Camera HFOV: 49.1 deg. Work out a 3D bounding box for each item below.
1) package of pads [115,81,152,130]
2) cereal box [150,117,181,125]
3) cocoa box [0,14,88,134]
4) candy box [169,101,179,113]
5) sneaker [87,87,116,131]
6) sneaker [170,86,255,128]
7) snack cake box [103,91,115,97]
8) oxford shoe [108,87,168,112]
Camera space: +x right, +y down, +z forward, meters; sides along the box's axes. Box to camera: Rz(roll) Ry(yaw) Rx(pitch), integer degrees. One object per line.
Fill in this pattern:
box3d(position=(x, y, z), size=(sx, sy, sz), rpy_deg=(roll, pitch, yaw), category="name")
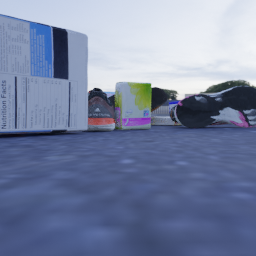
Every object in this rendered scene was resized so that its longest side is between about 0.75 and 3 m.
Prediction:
box3d(position=(0.106, -0.509, 6.445), size=(0.847, 1.096, 0.374), rpy_deg=(-2, 6, -31), category="package of pads")
box3d(position=(1.319, -0.243, 9.488), size=(1.431, 0.283, 1.030), rpy_deg=(3, 4, 38), category="cereal box")
box3d(position=(-2.263, -0.831, 5.374), size=(1.783, 1.812, 2.718), rpy_deg=(-3, 4, -45), category="cocoa box")
box3d(position=(3.151, -0.702, 11.775), size=(2.182, 0.994, 2.580), rpy_deg=(-2, 4, -10), category="candy box")
box3d(position=(-0.634, -0.458, 6.671), size=(0.914, 0.972, 2.373), rpy_deg=(0, 3, -7), category="sneaker")
box3d(position=(2.470, -0.570, 7.866), size=(2.837, 1.139, 1.225), rpy_deg=(1, 1, -14), category="sneaker")
box3d(position=(-0.267, -0.719, 10.036), size=(1.810, 1.041, 0.608), rpy_deg=(-1, 29, -17), category="snack cake box")
box3d(position=(0.127, -0.595, 8.874), size=(2.582, 0.921, 0.920), rpy_deg=(-15, -20, -38), category="oxford shoe")
